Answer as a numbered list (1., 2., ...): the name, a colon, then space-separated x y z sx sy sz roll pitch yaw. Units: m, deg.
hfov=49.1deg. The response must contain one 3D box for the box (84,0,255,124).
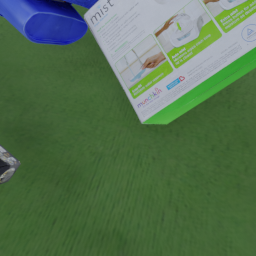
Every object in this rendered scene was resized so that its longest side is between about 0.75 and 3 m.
1. box: 1.015 -1.865 5.157 2.880 1.393 2.541 -35 74 23

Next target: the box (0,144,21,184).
1. box: -3.000 0.198 4.329 2.109 1.700 0.518 38 98 10

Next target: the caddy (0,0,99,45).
1. caddy: -1.689 -2.936 6.017 1.408 1.896 2.682 45 25 8
